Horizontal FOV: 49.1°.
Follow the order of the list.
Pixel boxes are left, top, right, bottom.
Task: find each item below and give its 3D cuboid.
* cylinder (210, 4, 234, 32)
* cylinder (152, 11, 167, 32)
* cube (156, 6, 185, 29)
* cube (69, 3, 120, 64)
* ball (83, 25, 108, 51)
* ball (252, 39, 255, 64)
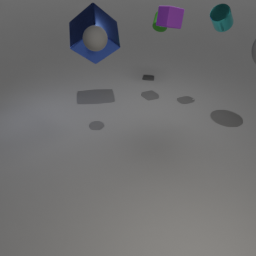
[{"bbox_3d":[3.316,-3.884,9.905,0.700,0.700,0.700,23,-2,32],"label":"cylinder"},{"bbox_3d":[1.557,-5.016,13.164,0.700,0.700,0.700,9,70,15],"label":"cylinder"},{"bbox_3d":[1.565,-4.129,10.449,0.700,0.700,0.700,-4,22,-31],"label":"cube"},{"bbox_3d":[-1.320,-3.660,11.002,1.400,1.400,1.400,-25,60,32],"label":"cube"},{"bbox_3d":[-0.929,-2.533,7.924,0.700,0.700,0.700,0,32,0],"label":"ball"},{"bbox_3d":[4.755,-2.530,9.046,1.400,1.400,1.400,0,32,0],"label":"ball"}]
